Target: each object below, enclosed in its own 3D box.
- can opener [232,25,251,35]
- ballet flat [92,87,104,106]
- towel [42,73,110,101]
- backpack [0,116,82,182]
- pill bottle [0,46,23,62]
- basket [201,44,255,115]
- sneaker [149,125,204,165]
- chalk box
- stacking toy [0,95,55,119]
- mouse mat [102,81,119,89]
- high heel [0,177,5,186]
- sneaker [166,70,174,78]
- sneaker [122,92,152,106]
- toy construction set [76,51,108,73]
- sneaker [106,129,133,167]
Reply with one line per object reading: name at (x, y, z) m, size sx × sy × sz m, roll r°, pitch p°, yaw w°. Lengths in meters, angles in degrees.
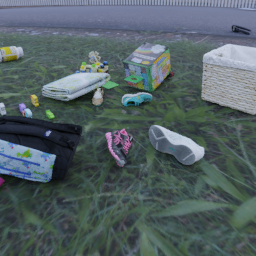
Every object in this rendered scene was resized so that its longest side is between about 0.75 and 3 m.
can opener at (10.550, -9.202, 26.118) m, size 0.807 × 0.650 × 2.052 m, roll -18°, pitch 34°, yaw -29°
ballet flat at (-1.406, -1.525, 13.013) m, size 0.514 × 0.476 × 1.457 m, roll -1°, pitch 30°, yaw -3°
towel at (-2.495, -2.040, 13.430) m, size 2.260 × 0.636 × 2.641 m, roll 13°, pitch 34°, yaw 41°
backpack at (-2.929, 0.539, 8.268) m, size 2.614 × 2.009 × 2.132 m, roll 22°, pitch 29°, yaw -11°
pill bottle at (-7.773, -4.897, 18.457) m, size 1.547 × 0.870 × 0.870 m, roll -19°, pitch 35°, yaw -32°
basket at (5.055, -2.329, 12.655) m, size 2.762 × 2.221 × 2.737 m, roll 24°, pitch 37°, yaw 34°
sneaker at (1.568, 0.531, 9.354) m, size 0.856 × 0.751 × 2.136 m, roll -10°, pitch 33°, yaw -42°
chalk box at (0.852, -2.906, 14.048) m, size 1.562 × 1.555 × 2.511 m, roll 23°, pitch 56°, yaw 31°
stacking toy at (-4.231, -0.709, 11.598) m, size 1.589 × 0.495 × 2.108 m, roll -21°, pitch 37°, yaw -32°
mouse mat at (-1.067, -2.302, 14.804) m, size 0.829 × 0.039 × 1.030 m, roll -26°, pitch 40°, yaw -37°
high heel at (-4.188, 1.271, 8.087) m, size 0.795 × 0.557 × 1.653 m, roll -29°, pitch 54°, yaw -24°
sneaker at (1.763, -2.991, 15.481) m, size 1.545 × 0.546 × 0.755 m, roll 12°, pitch 32°, yaw 24°
sneaker at (0.428, -1.213, 12.598) m, size 1.391 × 0.539 × 0.554 m, roll -9°, pitch 50°, yaw -5°
toy construction set at (-1.958, -3.484, 15.980) m, size 1.491 × 1.048 × 2.275 m, roll 6°, pitch 42°, yaw 11°
sneaker at (-0.199, 0.539, 8.997) m, size 0.819 × 0.679 × 1.718 m, roll -24°, pitch 33°, yaw 1°
